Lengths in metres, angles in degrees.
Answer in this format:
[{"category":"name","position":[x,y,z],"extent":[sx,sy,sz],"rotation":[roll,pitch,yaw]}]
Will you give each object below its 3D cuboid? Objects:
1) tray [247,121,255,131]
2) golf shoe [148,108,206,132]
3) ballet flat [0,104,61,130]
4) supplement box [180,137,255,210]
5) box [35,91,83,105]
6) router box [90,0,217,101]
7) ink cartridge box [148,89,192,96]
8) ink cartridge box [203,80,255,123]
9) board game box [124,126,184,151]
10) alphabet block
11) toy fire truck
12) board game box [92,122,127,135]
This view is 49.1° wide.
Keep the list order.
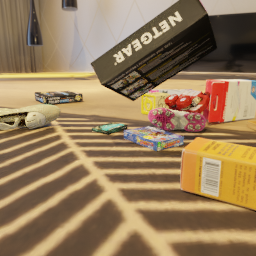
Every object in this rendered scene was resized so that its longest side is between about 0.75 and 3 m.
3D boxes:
[{"category":"tray","position":[4.290,0.011,8.620],"extent":[0.614,0.231,1.245],"rotation":[-2,15,-9]},{"category":"golf shoe","position":[1.572,-0.242,8.981],"extent":[1.842,0.694,0.843],"rotation":[12,6,20]},{"category":"ballet flat","position":[-3.388,-0.242,8.998],"extent":[2.422,0.817,0.755],"rotation":[-5,42,-6]},{"category":"supplement box","position":[2.087,0.783,4.302],"extent":[2.439,0.839,0.811],"rotation":[12,20,31]},{"category":"box","position":[-3.649,-1.625,14.704],"extent":[1.944,0.487,1.959],"rotation":[-10,17,-32]},{"category":"router box","position":[0.698,-1.683,6.474],"extent":[2.565,0.655,1.913],"rotation":[-31,-16,17]},{"category":"ink cartridge box","position":[2.029,-1.319,12.416],"extent":[2.272,0.477,1.356],"rotation":[4,-11,10]},{"category":"ink cartridge box","position":[3.534,-1.004,10.042],"extent":[2.458,1.428,0.827],"rotation":[-6,15,-31]},{"category":"board game box","position":[0.667,0.252,7.587],"extent":[0.952,0.242,1.406],"rotation":[-10,17,-34]},{"category":"alphabet block","position":[1.122,-0.979,11.316],"extent":[0.873,0.853,0.857],"rotation":[-12,16,-37]},{"category":"toy fire truck","position":[2.149,-0.893,9.741],"extent":[1.321,0.882,1.573],"rotation":[-39,27,-17]},{"category":"board game box","position":[-0.569,0.003,8.817],"extent":[0.665,0.138,0.983],"rotation":[10,17,35]}]
